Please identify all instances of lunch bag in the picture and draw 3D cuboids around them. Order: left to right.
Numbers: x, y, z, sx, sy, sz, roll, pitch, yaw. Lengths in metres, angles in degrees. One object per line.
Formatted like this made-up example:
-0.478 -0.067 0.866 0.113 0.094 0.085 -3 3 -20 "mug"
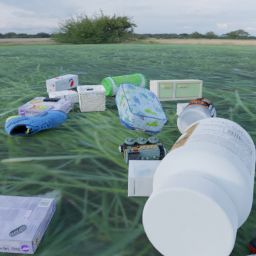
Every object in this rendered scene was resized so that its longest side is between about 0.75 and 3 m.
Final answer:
0.355 -0.544 7.774 1.248 0.640 1.553 10 38 -24 "lunch bag"

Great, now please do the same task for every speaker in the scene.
-0.182 -2.277 14.704 2.321 1.027 1.027 -14 25 -32 "speaker"

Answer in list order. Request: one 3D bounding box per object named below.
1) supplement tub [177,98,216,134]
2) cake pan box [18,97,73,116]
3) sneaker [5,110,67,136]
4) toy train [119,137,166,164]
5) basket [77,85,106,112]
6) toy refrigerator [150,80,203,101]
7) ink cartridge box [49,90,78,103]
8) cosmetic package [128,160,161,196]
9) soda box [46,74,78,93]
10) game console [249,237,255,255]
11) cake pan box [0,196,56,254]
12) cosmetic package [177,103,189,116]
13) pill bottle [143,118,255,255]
2.414 -0.398 9.628 1.086 1.086 1.773 9 22 22 "supplement tub"
-3.349 -0.843 11.678 1.702 0.483 1.848 5 21 8 "cake pan box"
-3.057 -0.098 9.551 2.078 0.685 0.815 -10 34 -24 "sneaker"
0.420 0.636 7.777 1.301 0.554 0.742 -3 33 -13 "toy train"
-1.592 -1.315 12.240 1.159 0.940 1.169 -4 22 -11 "basket"
1.787 -1.395 10.299 1.874 0.711 0.656 -4 13 -20 "toy refrigerator"
-3.034 -1.437 13.203 1.155 0.478 0.846 -13 24 -30 "ink cartridge box"
0.425 1.137 6.417 0.825 0.507 0.822 2 21 0 "cosmetic package"
-3.638 -2.497 15.694 0.644 0.689 2.022 10 24 25 "soda box"
3.501 1.948 4.493 2.361 0.367 2.088 -14 25 -34 "game console"
-2.075 1.710 5.170 1.168 0.332 1.268 3 21 2 "cake pan box"
2.461 -0.678 11.216 0.780 0.481 0.782 -4 20 -10 "cosmetic package"
1.401 0.978 5.155 1.681 1.681 2.939 9 22 23 "pill bottle"
